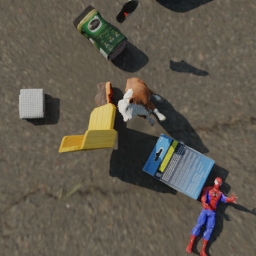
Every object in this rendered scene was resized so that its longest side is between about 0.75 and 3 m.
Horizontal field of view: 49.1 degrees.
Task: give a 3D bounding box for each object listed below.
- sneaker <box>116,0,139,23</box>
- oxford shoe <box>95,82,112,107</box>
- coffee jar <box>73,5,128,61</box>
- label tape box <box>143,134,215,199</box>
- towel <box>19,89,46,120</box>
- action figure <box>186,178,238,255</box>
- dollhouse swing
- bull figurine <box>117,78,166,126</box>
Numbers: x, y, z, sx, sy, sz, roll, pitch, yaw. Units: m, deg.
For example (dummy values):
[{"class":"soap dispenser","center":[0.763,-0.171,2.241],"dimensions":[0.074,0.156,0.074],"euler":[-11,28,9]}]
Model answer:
[{"class":"sneaker","center":[0.030,-3.911,9.196],"dimensions":[0.375,1.066,0.498],"euler":[43,52,-13]},{"class":"oxford shoe","center":[-0.928,-0.911,10.627],"dimensions":[0.613,0.599,1.681],"euler":[-2,73,8]},{"class":"coffee jar","center":[-1.085,-3.682,10.812],"dimensions":[1.104,0.903,2.117],"euler":[-45,85,-1]},{"class":"label tape box","center":[1.808,1.390,10.193],"dimensions":[2.145,0.709,1.537],"euler":[28,82,6]},{"class":"towel","center":[-3.618,-0.903,10.642],"dimensions":[0.938,0.485,1.132],"euler":[-3,83,1]},{"class":"action figure","center":[2.870,3.063,9.656],"dimensions":[0.911,1.382,2.793],"euler":[18,80,2]},{"class":"dollhouse swing","center":[-1.316,-0.013,9.014],"dimensions":[1.515,1.667,1.465],"euler":[-1,84,-37]},{"class":"bull figurine","center":[0.430,-0.876,9.490],"dimensions":[1.600,2.636,0.858],"euler":[40,118,-20]}]
